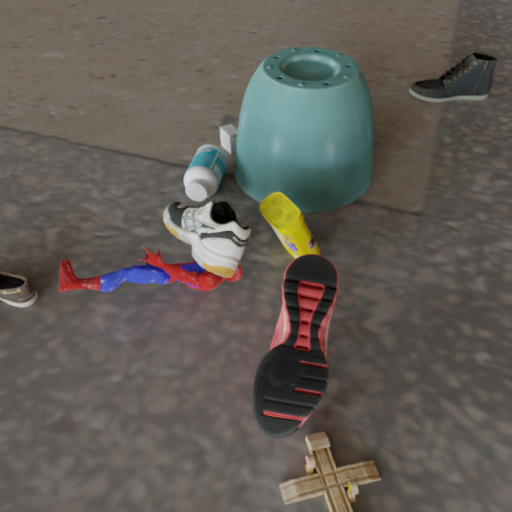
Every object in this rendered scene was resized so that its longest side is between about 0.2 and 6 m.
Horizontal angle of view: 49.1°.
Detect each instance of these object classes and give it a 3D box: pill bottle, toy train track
[{"bbox_3d":[-1.168,-1.861,12.737,0.787,0.787,1.421,9,44,9],"label":"pill bottle"},{"bbox_3d":[1.190,3.446,7.477,1.427,0.405,2.489,-10,45,-10],"label":"toy train track"}]

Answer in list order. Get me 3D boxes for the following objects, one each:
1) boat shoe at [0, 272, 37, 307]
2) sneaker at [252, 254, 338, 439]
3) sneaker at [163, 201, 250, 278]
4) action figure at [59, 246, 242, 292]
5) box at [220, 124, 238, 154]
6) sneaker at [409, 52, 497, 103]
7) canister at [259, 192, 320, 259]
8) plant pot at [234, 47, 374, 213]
[{"bbox_3d":[-4.912,0.524,10.456,1.661,0.494,0.597,11,45,12],"label":"boat shoe"},{"bbox_3d":[0.749,1.488,8.964,1.069,1.258,2.900,13,73,12],"label":"sneaker"},{"bbox_3d":[-0.858,-0.583,10.401,0.946,1.096,2.501,19,14,-41],"label":"sneaker"},{"bbox_3d":[-1.820,0.292,10.102,3.188,1.043,0.824,3,85,-12],"label":"action figure"},{"bbox_3d":[-0.634,-2.937,14.040,0.351,0.534,0.536,-22,45,-21],"label":"box"},{"bbox_3d":[5.526,-5.087,15.798,2.296,1.220,0.859,-3,44,-3],"label":"sneaker"},{"bbox_3d":[0.676,-0.505,10.881,0.566,1.307,0.971,-38,49,-3],"label":"canister"},{"bbox_3d":[1.114,-3.023,12.613,3.312,2.658,3.312,0,44,0],"label":"plant pot"}]
